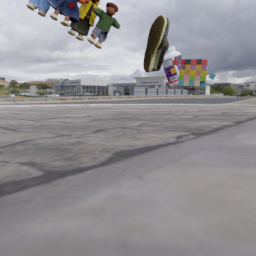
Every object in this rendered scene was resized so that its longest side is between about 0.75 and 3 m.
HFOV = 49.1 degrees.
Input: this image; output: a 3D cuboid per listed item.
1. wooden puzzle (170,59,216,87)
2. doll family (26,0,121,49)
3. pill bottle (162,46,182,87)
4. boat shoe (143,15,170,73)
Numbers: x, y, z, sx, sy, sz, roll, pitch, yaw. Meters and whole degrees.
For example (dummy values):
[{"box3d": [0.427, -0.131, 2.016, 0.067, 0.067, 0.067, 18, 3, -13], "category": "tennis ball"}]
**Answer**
[{"box3d": [1.506, -1.290, 6.551, 1.070, 0.635, 0.075, 6, 4, 20], "category": "wooden puzzle"}, {"box3d": [-1.208, -2.886, 6.447, 2.254, 1.303, 0.884, 26, -1, -37], "category": "doll family"}, {"box3d": [2.040, -2.738, 12.482, 0.924, 1.644, 0.924, -21, 8, 3], "category": "pill bottle"}, {"box3d": [1.200, -3.236, 10.931, 0.759, 2.343, 0.858, -7, 50, -24], "category": "boat shoe"}]
